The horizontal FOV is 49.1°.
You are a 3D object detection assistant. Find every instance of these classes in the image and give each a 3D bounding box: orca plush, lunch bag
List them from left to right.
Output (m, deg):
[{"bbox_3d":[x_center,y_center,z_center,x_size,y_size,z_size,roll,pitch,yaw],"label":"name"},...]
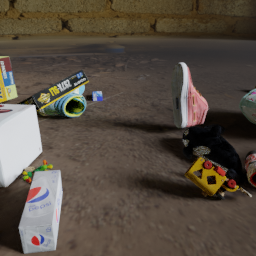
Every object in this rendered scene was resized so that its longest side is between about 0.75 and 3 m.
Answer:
[{"bbox_3d":[2.454,0.455,8.229,1.511,1.021,2.872,-1,23,-3],"label":"orca plush"},{"bbox_3d":[5.738,-0.683,10.205,2.707,1.650,2.306,-9,24,-34],"label":"lunch bag"}]

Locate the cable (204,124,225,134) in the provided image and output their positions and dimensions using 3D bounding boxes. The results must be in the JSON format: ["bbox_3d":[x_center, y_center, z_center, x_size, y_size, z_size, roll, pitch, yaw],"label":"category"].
[{"bbox_3d":[3.229,0.046,10.302,0.769,0.195,0.627,-2,23,-6],"label":"cable"}]

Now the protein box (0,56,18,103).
[{"bbox_3d":[-7.359,-2.083,12.823,2.944,1.986,2.923,7,23,27],"label":"protein box"}]

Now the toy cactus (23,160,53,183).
[{"bbox_3d":[-2.493,1.139,7.472,0.767,0.475,0.929,4,30,35],"label":"toy cactus"}]

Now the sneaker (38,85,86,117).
[{"bbox_3d":[-2.328,-1.257,12.260,1.907,1.162,2.921,9,34,26],"label":"sneaker"}]

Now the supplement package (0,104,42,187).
[{"bbox_3d":[-3.907,0.353,7.724,2.157,1.587,2.063,2,23,9],"label":"supplement package"}]

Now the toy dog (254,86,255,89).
[{"bbox_3d":[7.613,-2.280,15.260,1.397,0.673,0.922,-8,24,-18],"label":"toy dog"}]

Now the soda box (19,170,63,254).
[{"bbox_3d":[-1.760,1.640,5.879,0.605,0.651,1.906,-3,23,-8],"label":"soda box"}]

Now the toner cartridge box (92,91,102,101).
[{"bbox_3d":[-1.567,-1.627,14.281,0.484,0.220,1.019,-3,23,-7],"label":"toner cartridge box"}]

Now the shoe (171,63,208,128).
[{"bbox_3d":[2.189,-1.161,9.932,1.042,2.290,0.818,-8,12,-21],"label":"shoe"}]

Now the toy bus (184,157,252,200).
[{"bbox_3d":[1.973,1.296,6.627,1.271,0.696,1.347,40,0,-33],"label":"toy bus"}]

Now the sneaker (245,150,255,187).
[{"bbox_3d":[4.062,1.178,6.954,2.162,0.722,1.159,8,28,19],"label":"sneaker"}]

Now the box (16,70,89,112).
[{"bbox_3d":[-2.718,-1.187,9.866,1.808,0.559,2.265,-15,19,47],"label":"box"}]
